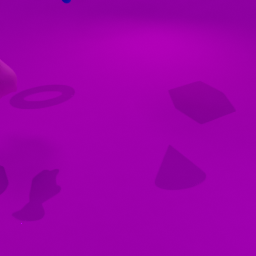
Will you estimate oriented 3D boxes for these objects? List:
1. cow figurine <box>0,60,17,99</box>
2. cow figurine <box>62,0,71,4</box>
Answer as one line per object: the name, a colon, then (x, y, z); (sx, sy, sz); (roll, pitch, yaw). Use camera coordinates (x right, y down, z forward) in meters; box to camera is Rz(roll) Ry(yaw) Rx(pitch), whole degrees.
cow figurine: (-2.664, -1.196, 5.116); (1.547, 1.572, 0.863); (-9, 49, 50)
cow figurine: (-1.121, -2.804, 4.869); (0.621, 1.113, 1.131); (-20, 38, -1)
